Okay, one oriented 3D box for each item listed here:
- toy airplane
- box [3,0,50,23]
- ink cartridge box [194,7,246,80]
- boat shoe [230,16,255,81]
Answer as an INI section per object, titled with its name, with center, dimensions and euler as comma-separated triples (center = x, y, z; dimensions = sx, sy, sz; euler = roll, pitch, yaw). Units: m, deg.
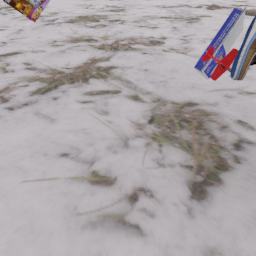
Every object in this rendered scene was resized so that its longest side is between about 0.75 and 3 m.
[toy airplane]
center = 2.198, -1.614, 6.772
dimensions = 0.944, 0.944, 0.174
euler = 21, 32, 29
[box]
center = -2.329, -3.383, 6.874
dimensions = 0.874, 1.278, 0.250
euler = 30, 22, -34
[ink cartridge box]
center = 2.527, -2.296, 7.745
dimensions = 0.434, 1.827, 1.848
euler = 38, 14, 18
[boat shoe]
center = 2.695, -1.656, 5.878
dimensions = 0.604, 0.603, 1.668
euler = 26, 78, 7
